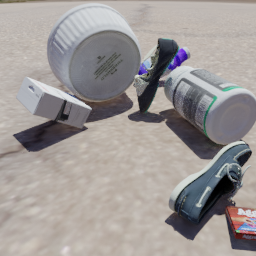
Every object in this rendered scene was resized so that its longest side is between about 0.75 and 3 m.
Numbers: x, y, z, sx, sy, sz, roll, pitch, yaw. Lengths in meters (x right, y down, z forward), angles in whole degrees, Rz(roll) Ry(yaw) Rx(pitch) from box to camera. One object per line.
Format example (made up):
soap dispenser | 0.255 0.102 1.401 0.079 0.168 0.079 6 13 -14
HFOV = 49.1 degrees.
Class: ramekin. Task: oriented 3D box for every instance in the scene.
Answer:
ramekin | -0.932 -2.178 8.783 2.990 2.990 1.393 -12 41 -21

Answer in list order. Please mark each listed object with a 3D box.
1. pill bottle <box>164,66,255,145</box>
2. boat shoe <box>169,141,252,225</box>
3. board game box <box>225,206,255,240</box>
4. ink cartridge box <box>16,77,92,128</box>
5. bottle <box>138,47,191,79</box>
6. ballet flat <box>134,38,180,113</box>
pill bottle | 2.084 -0.766 7.621 1.460 1.460 2.582 -10 30 -17
boat shoe | 1.692 0.949 5.124 2.163 0.810 0.669 -26 38 -31
board game box | 2.434 1.597 4.606 1.460 0.142 0.752 3 16 6
ink cartridge box | -1.960 -0.656 7.448 1.142 0.665 1.579 34 9 40
bottle | 1.384 -2.452 10.755 2.105 0.879 0.687 -27 -6 -7
ballet flat | 0.643 -1.562 8.171 0.836 2.288 0.836 24 19 -9
